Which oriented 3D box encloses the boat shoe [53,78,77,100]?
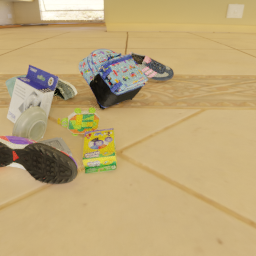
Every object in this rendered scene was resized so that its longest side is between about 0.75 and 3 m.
[{"bbox_3d":[-2.936,-1.638,11.359,1.992,0.725,0.616,25,58,32],"label":"boat shoe"}]

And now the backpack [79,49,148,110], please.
[{"bbox_3d":[-0.624,-2.033,10.235,1.979,1.459,2.168,-24,76,-43],"label":"backpack"}]

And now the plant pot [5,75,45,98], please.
[{"bbox_3d":[-3.349,-1.172,9.698,1.497,1.003,1.497,-12,-2,0],"label":"plant pot"}]

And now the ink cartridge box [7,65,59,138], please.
[{"bbox_3d":[-2.889,-0.863,8.327,1.847,1.850,0.376,26,12,40],"label":"ink cartridge box"}]

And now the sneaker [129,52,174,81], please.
[{"bbox_3d":[1.018,-2.835,12.820,2.337,0.820,0.958,15,-19,2],"label":"sneaker"}]

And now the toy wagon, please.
[{"bbox_3d":[-1.319,-0.139,7.502,1.112,0.862,0.220,-3,42,-22],"label":"toy wagon"}]

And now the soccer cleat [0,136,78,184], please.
[{"bbox_3d":[-2.106,0.598,6.296,2.505,0.854,0.917,8,16,21],"label":"soccer cleat"}]

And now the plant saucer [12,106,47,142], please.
[{"bbox_3d":[-2.458,0.033,7.297,0.299,1.190,1.190,23,32,20],"label":"plant saucer"}]

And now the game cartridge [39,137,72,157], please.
[{"bbox_3d":[-1.930,0.557,7.208,0.722,0.219,1.083,-10,24,-24],"label":"game cartridge"}]

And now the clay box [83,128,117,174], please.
[{"bbox_3d":[-0.693,0.536,6.915,0.780,0.323,1.358,-8,33,-1],"label":"clay box"}]
